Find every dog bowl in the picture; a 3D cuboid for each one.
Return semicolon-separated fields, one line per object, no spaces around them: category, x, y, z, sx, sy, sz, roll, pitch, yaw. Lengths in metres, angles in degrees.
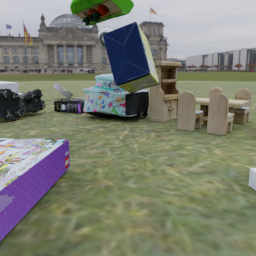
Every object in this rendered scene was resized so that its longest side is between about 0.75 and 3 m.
dog bowl;-3.887;-2.211;16.756;1.318;0.386;1.318;35;-3;2

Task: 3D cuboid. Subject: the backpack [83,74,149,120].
backpack;-0.514;-1.128;10.205;2.225;1.675;1.976;-1;9;24

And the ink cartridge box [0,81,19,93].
ink cartridge box;-6.325;-1.379;12.013;2.978;1.237;2.183;11;16;44

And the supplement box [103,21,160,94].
supplement box;0.137;-1.844;7.697;0.958;1.427;1.426;-16;-7;15

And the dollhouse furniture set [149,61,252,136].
dollhouse furniture set;2.266;-1.137;9.027;2.987;1.984;2.618;8;14;36

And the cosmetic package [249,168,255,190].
cosmetic package;2.458;0.802;3.807;1.223;0.316;0.922;-1;9;-7

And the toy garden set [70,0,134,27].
toy garden set;-1.055;-2.120;3.126;2.811;0.561;2.344;33;-8;-33

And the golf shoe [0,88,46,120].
golf shoe;-4.340;-0.786;10.143;1.373;1.129;2.905;-9;2;22

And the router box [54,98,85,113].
router box;-2.106;-1.010;12.191;1.357;0.465;1.820;6;13;25

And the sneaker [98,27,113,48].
sneaker;-0.212;-2.928;10.005;1.837;0.728;0.679;8;-32;-29

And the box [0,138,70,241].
box;-2.131;0.709;3.580;1.969;0.563;2.878;1;12;7
